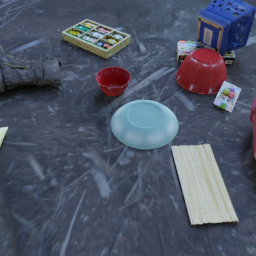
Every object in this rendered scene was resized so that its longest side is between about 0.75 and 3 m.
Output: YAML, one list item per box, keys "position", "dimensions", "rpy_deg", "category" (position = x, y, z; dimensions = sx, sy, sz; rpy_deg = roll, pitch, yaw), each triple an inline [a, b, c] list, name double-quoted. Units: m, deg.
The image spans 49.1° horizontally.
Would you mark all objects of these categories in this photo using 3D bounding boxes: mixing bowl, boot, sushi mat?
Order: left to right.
- position: [-3.840, -2.364, 10.804]
  dimensions: [2.472, 0.983, 2.839]
  rpy_deg: [-11, 52, -17]
  category: "boot"
- position: [-0.513, -1.593, 10.131]
  dimensions: [1.225, 0.663, 1.225]
  rpy_deg: [0, 48, 0]
  category: "mixing bowl"
- position: [2.012, 1.423, 7.670]
  dimensions: [1.204, 0.152, 2.516]
  rpy_deg: [-5, 47, -3]
  category: "sushi mat"
- position: [2.827, -2.267, 10.481]
  dimensions: [1.965, 1.064, 1.965]
  rpy_deg: [0, 47, 0]
  category: "mixing bowl"

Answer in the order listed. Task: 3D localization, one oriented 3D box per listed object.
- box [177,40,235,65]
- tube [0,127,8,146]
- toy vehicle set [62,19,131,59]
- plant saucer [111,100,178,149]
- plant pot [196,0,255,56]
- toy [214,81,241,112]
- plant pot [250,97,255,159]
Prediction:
- position: [3.223, -3.196, 11.808]
  dimensions: [2.271, 0.394, 1.250]
  rpy_deg: [3, 47, 3]
  category: "box"
- position: [-4.121, 0.755, 8.056]
  dimensions: [0.643, 0.575, 2.215]
  rpy_deg: [27, 33, -28]
  category: "tube"
- position: [-1.447, -4.098, 12.680]
  dimensions: [2.683, 0.356, 1.667]
  rpy_deg: [29, 53, 24]
  category: "toy vehicle set"
- position: [0.540, -0.292, 9.089]
  dimensions: [2.228, 0.429, 2.228]
  rpy_deg: [0, 46, 0]
  category: "plant saucer"
- position: [3.735, -4.011, 11.186]
  dimensions: [1.563, 1.738, 1.738]
  rpy_deg: [-34, 55, -19]
  category: "plant pot"
- position: [3.526, -1.169, 9.798]
  dimensions: [0.670, 0.275, 1.164]
  rpy_deg: [29, 65, 8]
  category: "toy"
- position: [4.371, 0.120, 7.806]
  dimensions: [2.015, 2.015, 1.804]
  rpy_deg: [18, 65, 16]
  category: "plant pot"
